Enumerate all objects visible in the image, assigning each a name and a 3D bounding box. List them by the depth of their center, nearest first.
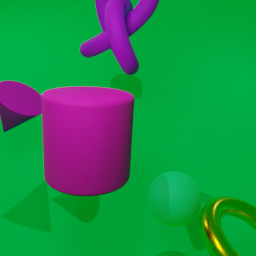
[{"bbox_3d":[-0.502,0.106,3.554,1.112,1.112,1.112,3,17,-1],"label":"cylinder"},{"bbox_3d":[1.634,1.534,3.809,1.431,0.286,1.431,18,33,-12],"label":"ring"},{"bbox_3d":[0.703,1.080,4.297,0.815,0.815,0.815,0,49,0],"label":"ball"},{"bbox_3d":[-0.215,-1.613,4.441,0.792,1.605,1.715,10,78,-25],"label":"knot shape"},{"bbox_3d":[-2.200,-0.237,5.337,0.943,0.946,0.943,28,30,-18],"label":"cone"}]
